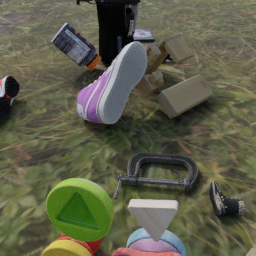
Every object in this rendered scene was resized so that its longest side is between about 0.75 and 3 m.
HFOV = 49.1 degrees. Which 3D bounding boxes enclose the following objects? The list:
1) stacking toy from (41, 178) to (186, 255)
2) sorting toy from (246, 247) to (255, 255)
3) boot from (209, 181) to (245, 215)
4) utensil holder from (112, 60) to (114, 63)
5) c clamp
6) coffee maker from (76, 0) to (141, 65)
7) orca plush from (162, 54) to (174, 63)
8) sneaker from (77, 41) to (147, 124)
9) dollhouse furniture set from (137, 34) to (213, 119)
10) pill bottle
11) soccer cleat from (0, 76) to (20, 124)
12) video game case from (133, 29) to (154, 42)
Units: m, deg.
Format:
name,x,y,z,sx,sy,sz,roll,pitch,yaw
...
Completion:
name,x,y,z,sx,sy,sz,roll,pitch,yaw
stacking toy,-0.156,1.540,4.308,2.257,2.043,0.953,7,24,12
sorting toy,2.337,2.577,4.310,1.011,0.182,1.357,-28,44,-34
boot,2.035,1.465,5.809,0.588,0.281,0.779,3,41,0
utensil holder,-0.129,-2.412,10.903,0.824,0.700,0.700,-21,40,-25
c clamp,0.688,1.094,6.406,1.900,0.257,1.624,0,30,2
coffee maker,-0.722,-4.064,11.652,2.428,2.527,1.702,4,34,4
orca plush,1.319,-3.382,12.332,1.763,0.627,0.928,20,40,26
sneaker,-0.610,-1.463,8.526,1.648,1.048,2.891,5,57,43
dollhouse furniture set,1.249,-1.444,9.774,2.318,1.986,2.437,-27,78,-33
pill bottle,-1.961,-3.109,11.002,1.871,0.994,0.994,38,29,-21
soccer cleat,-4.083,-0.775,8.727,0.823,0.767,2.249,-22,39,18
video game case,0.653,-4.944,14.951,1.263,0.168,1.768,-3,36,-4
